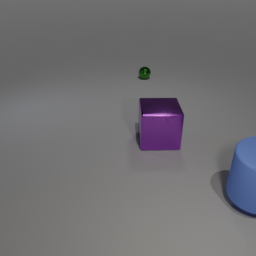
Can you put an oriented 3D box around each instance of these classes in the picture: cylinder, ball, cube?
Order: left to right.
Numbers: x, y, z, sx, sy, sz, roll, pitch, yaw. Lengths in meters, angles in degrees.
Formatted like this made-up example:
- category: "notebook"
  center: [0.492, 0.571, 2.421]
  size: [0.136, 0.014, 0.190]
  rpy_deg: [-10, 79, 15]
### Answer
- category: "ball"
  center: [0.947, -3.115, 15.815]
  size: [0.700, 0.700, 0.700]
  rpy_deg: [0, 30, 0]
- category: "cube"
  center: [1.107, -0.164, 9.911]
  size: [1.400, 1.400, 1.400]
  rpy_deg: [-1, 30, -1]
- category: "cylinder"
  center: [3.264, 1.158, 6.921]
  size: [1.400, 1.400, 1.400]
  rpy_deg: [-1, 35, 1]
